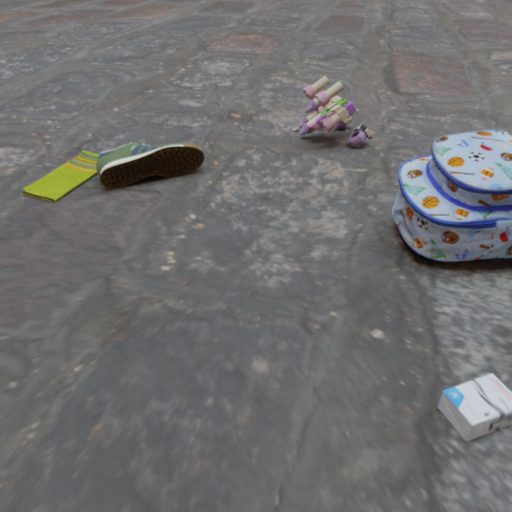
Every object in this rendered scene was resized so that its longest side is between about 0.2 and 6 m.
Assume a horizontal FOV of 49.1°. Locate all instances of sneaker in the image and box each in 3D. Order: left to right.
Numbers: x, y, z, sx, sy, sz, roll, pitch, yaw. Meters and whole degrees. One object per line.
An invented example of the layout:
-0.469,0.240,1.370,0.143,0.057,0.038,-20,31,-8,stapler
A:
-2.584,-2.367,13.297,2.499,0.838,1.122,-17,43,-18,sneaker

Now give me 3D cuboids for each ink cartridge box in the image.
3.071,1.974,7.473,1.068,0.362,0.620,-13,38,-19,ink cartridge box

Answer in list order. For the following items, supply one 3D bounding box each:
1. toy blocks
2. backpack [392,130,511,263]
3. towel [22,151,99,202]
1.835,-3.594,15.002,1.511,1.795,1.677,-36,25,5,toy blocks
3.951,-1.036,10.485,2.616,2.116,2.747,-13,38,-2,backpack
-4.406,-1.921,13.251,0.955,0.200,2.219,13,37,19,towel
